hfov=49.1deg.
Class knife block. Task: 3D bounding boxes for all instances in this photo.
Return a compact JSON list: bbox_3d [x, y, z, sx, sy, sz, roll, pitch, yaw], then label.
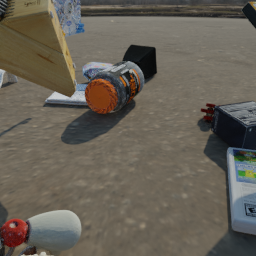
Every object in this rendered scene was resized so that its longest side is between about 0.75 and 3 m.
[{"bbox_3d":[-2.687,-1.798,6.000,2.585,2.944,0.942,-12,48,0],"label":"knife block"}]

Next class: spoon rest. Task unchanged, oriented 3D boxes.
[{"bbox_3d":[-5.747,-1.987,12.081,1.256,0.766,2.528,6,26,11],"label":"spoon rest"}]

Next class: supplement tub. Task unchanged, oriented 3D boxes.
[{"bbox_3d":[-0.472,-1.492,10.270,1.487,1.487,2.427,11,29,21],"label":"supplement tub"}]

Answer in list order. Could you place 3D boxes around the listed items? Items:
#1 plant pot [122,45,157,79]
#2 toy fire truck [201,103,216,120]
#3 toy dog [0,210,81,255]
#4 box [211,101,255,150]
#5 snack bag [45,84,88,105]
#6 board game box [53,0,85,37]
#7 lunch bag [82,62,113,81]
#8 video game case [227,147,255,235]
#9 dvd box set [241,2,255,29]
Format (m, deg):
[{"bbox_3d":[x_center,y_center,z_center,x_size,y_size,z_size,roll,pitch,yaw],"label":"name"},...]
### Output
[{"bbox_3d":[0.483,-3.149,13.835,1.434,1.431,1.272,16,43,28],"label":"plant pot"},{"bbox_3d":[2.982,-0.510,9.501,0.975,0.547,0.819,12,5,20],"label":"toy fire truck"},{"bbox_3d":[-2.219,1.973,3.983,2.900,1.397,1.912,12,22,-10],"label":"toy dog"},{"bbox_3d":[3.441,-0.068,8.066,1.451,0.894,1.439,-9,28,-17],"label":"box"},{"bbox_3d":[-1.961,-1.471,11.611,2.194,0.249,2.327,3,26,8],"label":"snack bag"},{"bbox_3d":[-2.142,-4.404,10.284,0.255,1.969,1.969,10,27,16],"label":"board game box"},{"bbox_3d":[-1.357,-2.513,12.939,1.474,0.937,1.250,6,24,-14],"label":"lunch bag"},{"bbox_3d":[3.688,1.360,5.865,2.988,0.329,2.724,6,27,14],"label":"video game case"},{"bbox_3d":[3.816,-2.645,7.171,1.873,0.275,1.370,-23,75,-39],"label":"dvd box set"}]
